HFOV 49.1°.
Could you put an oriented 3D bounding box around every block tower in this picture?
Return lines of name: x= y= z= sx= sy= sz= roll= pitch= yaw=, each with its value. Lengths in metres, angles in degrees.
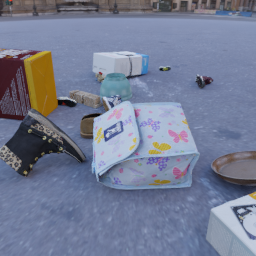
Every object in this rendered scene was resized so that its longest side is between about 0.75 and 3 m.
block tower: x=-2.040 y=-1.415 z=13.440 sx=1.743 sy=0.504 sz=0.471 roll=20 pitch=34 yaw=31

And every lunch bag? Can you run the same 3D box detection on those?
lunch bag: x=0.367 y=0.441 z=8.144 sx=2.783 sy=1.769 sz=2.360 roll=-2 pitch=41 yaw=-3

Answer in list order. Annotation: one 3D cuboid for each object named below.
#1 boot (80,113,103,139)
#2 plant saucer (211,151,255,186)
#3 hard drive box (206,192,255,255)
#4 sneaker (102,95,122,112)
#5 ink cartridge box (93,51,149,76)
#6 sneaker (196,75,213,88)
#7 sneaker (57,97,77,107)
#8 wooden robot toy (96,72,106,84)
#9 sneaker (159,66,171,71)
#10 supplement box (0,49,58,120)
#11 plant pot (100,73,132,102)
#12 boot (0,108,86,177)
boot: x=-0.710 y=-0.130 z=10.609 sx=2.202 sy=0.831 sz=0.811 roll=-4 pitch=26 yaw=-11
plant saucer: x=3.547 y=1.159 z=8.119 sx=2.161 sy=0.347 sz=2.161 roll=-10 pitch=13 yaw=2
hard drive box: x=3.152 y=2.441 z=5.467 sx=1.977 sy=0.974 sz=2.537 roll=-13 pitch=30 yaw=-22
sneaker: x=-0.635 y=-1.087 z=12.710 sx=0.894 sy=0.577 sz=1.647 roll=-8 pitch=25 yaw=-11
ink cartridge box: x=-0.437 y=-3.957 z=17.222 sx=2.855 sy=1.195 sz=2.071 roll=-17 pitch=31 yaw=-42
sneaker: x=4.386 y=-2.653 z=15.730 sx=0.922 sy=0.604 sz=1.596 roll=4 pitch=27 yaw=1
sneaker: x=-2.872 y=-1.306 z=13.301 sx=1.159 sy=0.408 sz=0.542 roll=7 pitch=34 yaw=20
wooden robot toy: x=-1.385 y=-2.896 z=16.260 sx=0.642 sy=0.623 sz=1.414 roll=-2 pitch=26 yaw=-28
sneaker: x=2.428 y=-3.872 z=18.450 sx=0.802 sy=0.299 sz=0.339 roll=0 pitch=32 yaw=20
supplement box: x=-4.757 y=-1.903 z=12.042 sx=2.669 sy=2.633 sz=1.772 roll=6 pitch=28 yaw=11
plant pot: x=-0.609 y=-2.134 z=14.138 sx=1.676 sy=1.123 sz=1.676 roll=0 pitch=27 yaw=0
boot: x=-2.574 y=0.739 z=8.510 sx=1.735 sy=2.304 sz=0.843 roll=-50 pitch=29 yaw=-11
